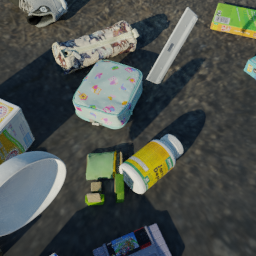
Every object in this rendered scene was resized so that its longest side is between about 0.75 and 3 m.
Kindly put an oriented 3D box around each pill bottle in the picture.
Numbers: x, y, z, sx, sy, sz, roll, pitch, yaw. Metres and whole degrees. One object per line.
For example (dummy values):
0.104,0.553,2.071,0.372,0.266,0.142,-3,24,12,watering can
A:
0.625,0.843,7.010,1.560,0.880,0.880,-35,62,-24,pill bottle

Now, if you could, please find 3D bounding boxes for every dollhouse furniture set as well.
-0.594,1.072,6.931,0.952,0.729,1.453,-3,54,-2,dollhouse furniture set

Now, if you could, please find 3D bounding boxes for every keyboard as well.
0.809,-1.472,5.158,0.401,1.424,0.076,13,23,-46,keyboard

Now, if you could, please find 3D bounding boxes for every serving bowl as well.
-1.865,1.023,4.779,0.545,1.656,1.656,37,62,23,serving bowl

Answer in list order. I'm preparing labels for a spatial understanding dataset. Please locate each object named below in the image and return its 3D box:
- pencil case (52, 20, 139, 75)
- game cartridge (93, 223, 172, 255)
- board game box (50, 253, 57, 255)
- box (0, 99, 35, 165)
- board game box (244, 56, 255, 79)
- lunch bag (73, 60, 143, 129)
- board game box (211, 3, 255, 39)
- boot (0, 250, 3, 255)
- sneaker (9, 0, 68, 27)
-1.056,-2.725,9.393,2.784,1.083,1.245,-24,24,-16,pencil case
0.115,2.778,6.005,1.544,0.296,1.001,-19,61,-13,game cartridge
-1.480,3.690,4.858,1.689,1.026,2.119,-28,59,-19,board game box
-4.051,-0.089,7.277,2.682,1.509,1.359,22,57,15,box
5.245,-2.046,9.326,2.092,0.491,1.579,-29,59,-19,board game box
-0.517,-0.988,8.357,1.722,0.828,2.147,19,57,10,lunch bag
4.807,-4.052,10.830,2.928,0.439,1.399,16,57,14,board game box
-4.036,2.440,5.910,2.214,0.803,2.013,40,49,17,boot
-3.850,-4.749,10.994,2.647,0.993,1.528,15,58,9,sneaker
